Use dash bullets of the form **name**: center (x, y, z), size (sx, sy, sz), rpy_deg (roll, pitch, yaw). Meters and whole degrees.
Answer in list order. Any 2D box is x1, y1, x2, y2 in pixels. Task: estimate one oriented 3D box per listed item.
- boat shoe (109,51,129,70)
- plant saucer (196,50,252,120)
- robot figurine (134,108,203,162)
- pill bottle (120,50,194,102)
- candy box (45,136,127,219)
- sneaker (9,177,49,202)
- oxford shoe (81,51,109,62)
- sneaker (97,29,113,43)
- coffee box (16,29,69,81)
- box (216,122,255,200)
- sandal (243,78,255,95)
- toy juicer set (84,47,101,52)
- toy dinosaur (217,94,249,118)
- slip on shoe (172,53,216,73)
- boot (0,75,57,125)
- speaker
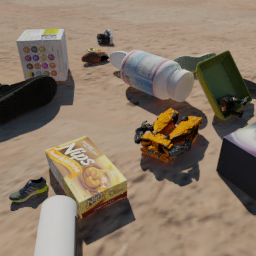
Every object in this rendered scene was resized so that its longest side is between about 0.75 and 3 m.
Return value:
- **boat shoe**: center (0.397, -2.962, 12.385), size (2.415, 0.866, 0.819), rpy_deg (12, 35, 13)
- **plant saucer**: center (3.196, -1.448, 9.580), size (2.020, 2.023, 0.484), rpy_deg (-28, 2, -36)
- **robot figurine**: center (1.164, 0.185, 7.809), size (1.595, 0.640, 2.199), rpy_deg (20, 38, 28)
- **pill bottle**: center (1.044, -1.893, 10.249), size (1.413, 1.413, 2.598), rpy_deg (-28, 43, -35)
- **candy box**: center (-1.024, 1.036, 6.585), size (1.159, 0.555, 2.008), rpy_deg (-20, 38, -27)
- **sneaker**: center (-2.242, 1.350, 6.297), size (0.879, 0.356, 0.325), rpy_deg (-24, 40, -31)
- **oxford shoe**: center (-1.542, -3.348, 13.316), size (1.380, 0.491, 0.501), rpy_deg (-20, 44, -28)
- **sneaker**: center (-1.398, -5.311, 16.159), size (0.874, 0.580, 1.536), rpy_deg (-6, 36, -12)
- **coffee box**: center (-3.468, -3.057, 11.707), size (1.708, 1.725, 1.727), rpy_deg (-4, 34, -6)
- **box**: center (3.437, 0.768, 6.478), size (1.851, 1.150, 1.866), rpy_deg (-21, 39, -27)
- **sandal**: center (4.151, -2.079, 11.306), size (0.974, 0.548, 2.561), rpy_deg (-24, 41, -32)
- **toy juicer set**: center (-1.775, -4.051, 14.527), size (0.690, 0.295, 1.084), rpy_deg (-19, 37, -26)
- **toy dinosaur**: center (3.303, -0.729, 9.091), size (0.940, 0.707, 1.384), rpy_deg (22, 53, 24)
- **slip on shoe**: center (2.840, -2.825, 12.386), size (2.257, 0.836, 0.691), rpy_deg (-14, 4, -12)
- **boot**: center (-4.101, -1.284, 9.644), size (2.081, 1.047, 2.784), rpy_deg (24, 41, 32)
- **speaker**: center (-1.255, 2.061, 4.891), size (0.730, 0.730, 1.797), rpy_deg (-4, 33, -7)
